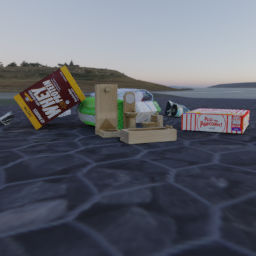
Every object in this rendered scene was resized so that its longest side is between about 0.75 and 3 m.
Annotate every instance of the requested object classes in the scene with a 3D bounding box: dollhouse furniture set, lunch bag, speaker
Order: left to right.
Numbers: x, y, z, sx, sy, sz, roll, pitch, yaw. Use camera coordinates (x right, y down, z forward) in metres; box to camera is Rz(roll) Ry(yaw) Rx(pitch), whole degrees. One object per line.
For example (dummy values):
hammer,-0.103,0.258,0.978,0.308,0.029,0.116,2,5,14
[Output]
speaker,-0.959,-0.571,10.447,1.198,1.198,2.709,-5,9,-31
lunch bag,-0.242,-1.154,13.346,2.400,1.525,2.035,-19,19,-35
dollhouse furniture set,0.168,-0.503,8.301,1.847,1.582,1.942,-3,8,-22

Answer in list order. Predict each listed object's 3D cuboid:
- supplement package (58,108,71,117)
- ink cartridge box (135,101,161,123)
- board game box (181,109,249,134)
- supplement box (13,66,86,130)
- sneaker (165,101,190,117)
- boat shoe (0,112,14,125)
supplement package,-4.037,-1.163,15.348,1.361,0.969,1.748,0,8,5
ink cartridge box,0.614,-0.659,11.830,1.263,0.530,0.914,-7,-27,-42
board game box,3.337,-0.313,10.424,2.021,0.618,2.668,4,9,26
supplement box,-2.950,-1.196,10.841,2.108,1.399,2.079,-33,13,-6
sneaker,2.612,-0.907,14.966,0.905,0.814,2.097,11,12,-13
boat shoe,-4.938,-0.307,11.350,1.067,0.364,0.394,-24,6,31
